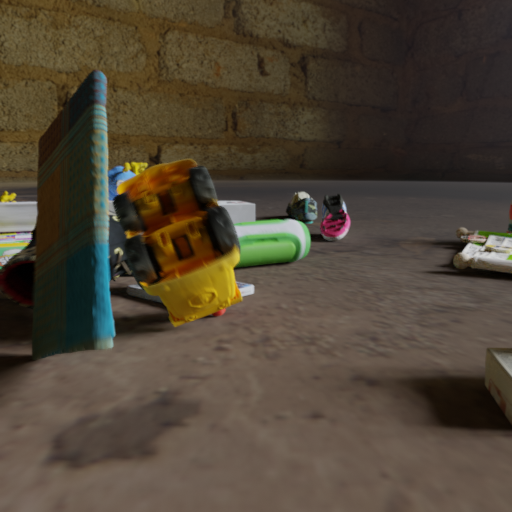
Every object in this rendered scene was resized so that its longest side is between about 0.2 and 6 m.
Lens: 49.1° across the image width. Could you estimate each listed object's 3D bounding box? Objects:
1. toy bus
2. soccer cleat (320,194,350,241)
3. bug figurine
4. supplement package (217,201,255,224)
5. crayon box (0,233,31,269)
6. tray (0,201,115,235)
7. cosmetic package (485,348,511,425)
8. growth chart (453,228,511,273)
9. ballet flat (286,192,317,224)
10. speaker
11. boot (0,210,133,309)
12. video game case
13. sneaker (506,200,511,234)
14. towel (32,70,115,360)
[{"bbox_3d":[-0.711,-0.030,5.778,1.016,1.438,1.498,-22,53,-5],"label":"toy bus"},{"bbox_3d":[1.779,-0.693,12.509,0.640,0.791,1.833,-3,33,10],"label":"soccer cleat"},{"bbox_3d":[-4.162,-1.000,10.419,4.056,1.044,3.146,-2,-16,-26],"label":"bug figurine"},{"bbox_3d":[-0.677,-0.668,11.403,1.105,0.850,1.155,-3,9,-15],"label":"supplement package"},{"bbox_3d":[-3.572,-0.033,8.692,1.724,0.503,1.488,-4,10,-23],"label":"crayon box"},{"bbox_3d":[-3.139,-0.477,10.166,3.666,0.407,1.968,-3,-14,-18],"label":"tray"},{"bbox_3d":[1.838,0.893,3.819,0.372,0.314,0.719,1,10,9],"label":"cosmetic package"},{"bbox_3d":[4.636,-0.029,9.352,2.651,0.325,3.663,5,11,22],"label":"growth chart"},{"bbox_3d":[1.336,-1.441,16.132,0.893,0.893,2.407,-1,9,-6],"label":"ballet flat"},{"bbox_3d":[-0.006,-0.192,8.927,1.696,0.750,0.750,-5,11,-29],"label":"speaker"},{"bbox_3d":[-1.584,0.126,6.524,2.375,0.857,1.794,13,24,-7],"label":"boot"},{"bbox_3d":[-0.832,0.434,7.069,1.205,0.139,1.098,7,12,42],"label":"video game case"},{"bbox_3d":[6.427,-0.837,10.883,2.906,1.359,1.023,6,11,34],"label":"sneaker"},{"bbox_3d":[-1.465,-0.227,4.431,0.219,2.016,1.479,5,-14,-36],"label":"towel"}]
